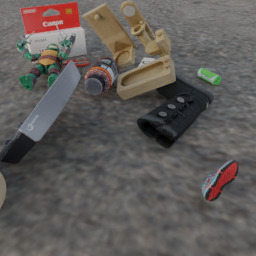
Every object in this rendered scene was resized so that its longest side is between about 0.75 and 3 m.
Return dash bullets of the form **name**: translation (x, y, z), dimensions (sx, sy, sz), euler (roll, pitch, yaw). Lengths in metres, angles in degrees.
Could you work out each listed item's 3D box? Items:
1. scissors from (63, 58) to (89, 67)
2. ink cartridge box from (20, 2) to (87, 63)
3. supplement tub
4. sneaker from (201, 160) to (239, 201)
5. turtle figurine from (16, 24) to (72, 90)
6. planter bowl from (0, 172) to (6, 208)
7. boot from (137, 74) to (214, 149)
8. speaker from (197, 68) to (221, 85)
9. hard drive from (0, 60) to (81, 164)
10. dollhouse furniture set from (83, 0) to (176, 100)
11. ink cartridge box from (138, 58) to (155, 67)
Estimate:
- **scissors**: translation (-2.669, -2.750, 11.844), dimensions (2.033, 0.142, 0.744), euler (-6, 39, -11)
- **ink cartridge box**: translation (-3.073, -4.027, 11.867), dimensions (2.433, 2.143, 0.544), euler (-17, 38, -20)
- **supplement tub**: translation (-0.948, -1.797, 9.824), dimensions (0.937, 0.937, 1.753), euler (8, 34, 10)
- **sneaker**: translation (1.907, 1.043, 6.013), dimensions (0.412, 1.039, 0.496), euler (30, 15, -20)
- **turtle figurine**: translation (-3.060, -2.676, 10.683), dimensions (2.195, 1.476, 2.931), euler (-10, 52, 11)
- **planter bowl**: translation (-3.983, 0.979, 5.601), dimensions (2.541, 1.710, 2.541), euler (1, 37, 0)
- **boot**: translation (1.125, -0.642, 8.591), dimensions (2.128, 0.847, 2.581), euler (24, 48, 31)
- **speaker**: translation (3.055, -1.957, 10.601), dimensions (0.403, 0.403, 0.910), euler (-22, 42, -26)
- **hard drive**: translation (-2.258, -0.421, 7.439), dimensions (0.604, 1.924, 2.852), euler (37, 43, -17)
- **dollhouse furniture set**: translation (-0.027, -2.720, 9.274), dimensions (2.458, 2.106, 2.584), euler (-17, 51, 26)
- **ink cartridge box**: translation (0.659, -2.053, 10.407), dimensions (0.443, 0.764, 1.055), euler (11, 38, 14)
